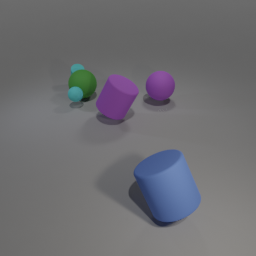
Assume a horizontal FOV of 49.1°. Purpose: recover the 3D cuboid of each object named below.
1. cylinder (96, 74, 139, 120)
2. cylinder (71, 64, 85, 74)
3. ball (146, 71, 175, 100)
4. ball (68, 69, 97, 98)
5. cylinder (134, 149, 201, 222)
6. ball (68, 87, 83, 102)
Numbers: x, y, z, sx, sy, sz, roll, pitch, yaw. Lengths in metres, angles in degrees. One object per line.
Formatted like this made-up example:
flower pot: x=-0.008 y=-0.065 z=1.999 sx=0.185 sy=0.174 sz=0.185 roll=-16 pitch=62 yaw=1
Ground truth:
cylinder: x=-0.462 y=-1.305 z=11.865 sx=1.400 sy=1.400 sz=1.400 roll=22 pitch=33 yaw=-15
cylinder: x=-2.662 y=-2.900 z=14.795 sx=0.700 sy=0.700 sz=0.700 roll=4 pitch=63 yaw=-9
ball: x=1.545 y=-2.023 z=13.417 sx=1.400 sy=1.400 sz=1.400 roll=0 pitch=32 yaw=0
ball: x=-2.247 y=-2.192 z=13.885 sx=1.400 sy=1.400 sz=1.400 roll=0 pitch=32 yaw=0
cylinder: x=1.049 y=1.508 z=7.490 sx=1.400 sy=1.400 sz=1.400 roll=-24 pitch=13 yaw=6
ball: x=-2.453 y=-1.573 z=13.062 sx=0.700 sy=0.700 sz=0.700 roll=0 pitch=32 yaw=0
